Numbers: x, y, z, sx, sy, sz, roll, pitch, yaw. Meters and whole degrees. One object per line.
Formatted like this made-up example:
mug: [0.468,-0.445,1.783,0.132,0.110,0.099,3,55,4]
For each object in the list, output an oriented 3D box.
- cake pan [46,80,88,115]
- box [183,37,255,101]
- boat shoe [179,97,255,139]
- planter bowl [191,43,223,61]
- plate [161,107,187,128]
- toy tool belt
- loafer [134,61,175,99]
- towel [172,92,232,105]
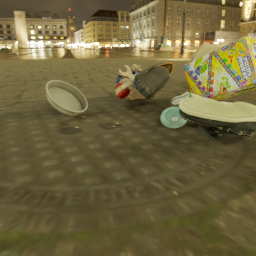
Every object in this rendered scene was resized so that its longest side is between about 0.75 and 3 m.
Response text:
cake pan: [-2.207,-1.057,9.972,1.622,0.298,1.622,29,31,-20]
box: [4.069,-2.124,10.823,2.648,1.615,2.550,-11,-4,-44]
boat shoe: [2.273,-0.142,6.874,2.749,0.912,1.027,-2,36,-35]
planter bowl: [4.550,-3.666,15.575,2.385,2.385,1.605,-13,52,-37]
plate: [1.414,-0.358,8.615,0.834,0.107,0.834,-6,53,8]
toy tool belt: [0.130,-2.055,12.288,2.432,1.495,1.519,-11,-25,-46]
loafer: [1.066,-1.994,10.781,1.069,1.077,2.958,-36,11,29]
towel: [2.602,-0.764,9.073,2.069,0.318,1.544,10,0,-8]
